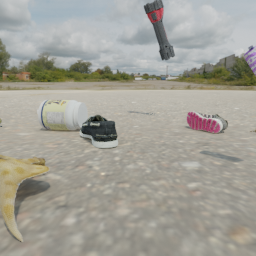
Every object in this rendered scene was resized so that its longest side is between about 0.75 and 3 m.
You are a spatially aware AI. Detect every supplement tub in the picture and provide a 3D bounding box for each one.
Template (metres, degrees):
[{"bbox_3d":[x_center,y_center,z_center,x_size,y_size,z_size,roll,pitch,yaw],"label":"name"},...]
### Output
[{"bbox_3d":[-1.839,-0.371,7.995,1.190,0.863,0.863,2,10,14],"label":"supplement tub"}]

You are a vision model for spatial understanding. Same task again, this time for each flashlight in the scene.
[{"bbox_3d":[1.178,-3.485,10.025,0.684,2.021,0.687,-26,19,-14],"label":"flashlight"}]

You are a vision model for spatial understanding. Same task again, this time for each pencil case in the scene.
[{"bbox_3d":[2.019,-0.845,4.068,0.344,0.805,0.338,-32,-8,27],"label":"pencil case"}]

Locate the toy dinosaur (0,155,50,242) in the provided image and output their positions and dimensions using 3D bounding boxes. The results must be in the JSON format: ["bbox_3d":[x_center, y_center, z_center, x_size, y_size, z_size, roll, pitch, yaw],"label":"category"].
[{"bbox_3d":[-1.462,0.562,3.307,1.022,0.588,2.020,0,9,-9],"label":"toy dinosaur"}]

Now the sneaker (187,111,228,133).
[{"bbox_3d":[2.271,-0.173,8.004,0.602,0.507,1.376,-5,15,-30],"label":"sneaker"}]

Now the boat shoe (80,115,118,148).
[{"bbox_3d":[-0.694,-0.021,6.687,0.756,0.603,2.000,-4,10,-25],"label":"boat shoe"}]

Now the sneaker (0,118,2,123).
[{"bbox_3d":[-4.338,-0.264,8.121,0.533,0.614,1.386,7,12,35],"label":"sneaker"}]

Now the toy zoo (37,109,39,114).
[{"bbox_3d":[-3.292,-0.805,12.596,1.383,0.216,2.108,-2,10,-12],"label":"toy zoo"}]

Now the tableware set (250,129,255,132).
[{"bbox_3d":[3.920,-0.016,7.889,0.675,0.205,1.021,8,12,39],"label":"tableware set"}]
